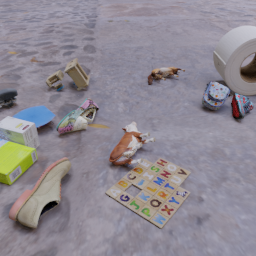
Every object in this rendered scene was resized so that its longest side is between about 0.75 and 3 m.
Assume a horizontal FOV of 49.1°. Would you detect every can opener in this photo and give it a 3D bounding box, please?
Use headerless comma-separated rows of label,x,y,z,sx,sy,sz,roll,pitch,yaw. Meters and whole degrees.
can opener,-5.766,-0.937,11.431,2.556,0.850,0.673,-32,46,-31

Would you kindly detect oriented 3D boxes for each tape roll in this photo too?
tape roll,5.509,-3.099,12.863,2.720,2.720,1.867,-1,34,-2

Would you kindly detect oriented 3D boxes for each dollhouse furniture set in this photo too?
dollhouse furniture set,-2.868,-2.365,13.531,1.632,1.150,1.144,-26,30,15

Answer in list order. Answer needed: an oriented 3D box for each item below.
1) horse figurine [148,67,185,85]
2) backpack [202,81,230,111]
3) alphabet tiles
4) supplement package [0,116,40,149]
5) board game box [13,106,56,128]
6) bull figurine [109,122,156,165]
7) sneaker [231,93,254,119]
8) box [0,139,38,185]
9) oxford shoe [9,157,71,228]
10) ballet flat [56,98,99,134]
horse figurine,1.860,-2.761,14.260,2.154,0.538,1.428,-17,25,-14
backpack,3.637,-1.323,11.693,1.116,0.860,1.063,27,80,14
alphabet tiles,0.793,1.670,8.138,1.896,0.086,2.268,24,41,31
supplement package,-3.736,0.247,9.486,1.190,0.927,0.660,12,36,19
board game box,-3.649,-0.281,10.837,1.427,0.352,1.806,-27,36,-27
bull figurine,0.135,0.501,9.247,1.229,0.659,2.024,-8,32,31
sneaker,4.736,-0.912,11.440,0.837,0.695,1.752,10,36,11
box,-4.189,0.924,8.838,2.210,0.527,1.347,13,36,18
oxford shoe,-2.115,1.727,7.595,0.847,0.812,2.295,27,45,8
ballet flat,-1.776,-0.403,10.738,0.811,0.788,2.280,30,39,6
